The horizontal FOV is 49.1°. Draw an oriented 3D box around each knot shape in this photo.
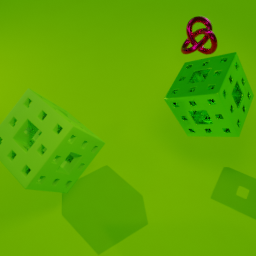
[{"bbox_3d":[2.048,-2.472,7.830,1.053,1.126,0.520,39,24,29],"label":"knot shape"}]

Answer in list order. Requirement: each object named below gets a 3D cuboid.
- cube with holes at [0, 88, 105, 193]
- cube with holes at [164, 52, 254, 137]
[{"bbox_3d":[-1.632,0.322,5.775,1.382,1.382,1.382,37,89,25],"label":"cube with holes"},{"bbox_3d":[1.606,-0.601,5.473,1.101,1.101,1.101,-1,48,45],"label":"cube with holes"}]
